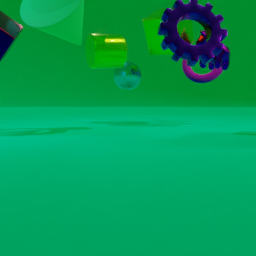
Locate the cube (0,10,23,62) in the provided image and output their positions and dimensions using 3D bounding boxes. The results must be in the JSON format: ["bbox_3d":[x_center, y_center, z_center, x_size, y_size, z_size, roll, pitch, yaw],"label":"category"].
[{"bbox_3d":[-2.667,-1.787,5.404,0.817,0.817,0.817,35,24,-25],"label":"cube"}]

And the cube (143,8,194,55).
[{"bbox_3d":[1.468,-3.445,9.937,1.283,1.283,1.283,8,39,33],"label":"cube"}]

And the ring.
[{"bbox_3d":[3.008,-2.609,11.193,1.694,1.694,0.339,2,-10,22],"label":"ring"}]

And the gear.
[{"bbox_3d":[1.978,-2.945,8.601,2.074,2.074,0.384,-1,-11,-8],"label":"gear"}]

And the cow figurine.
[{"bbox_3d":[2.974,-2.781,9.756,0.818,1.466,1.490,3,10,-29],"label":"cow figurine"}]

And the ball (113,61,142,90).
[{"bbox_3d":[-0.017,-1.952,10.475,1.064,1.064,1.064,0,5,0],"label":"ball"}]

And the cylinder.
[{"bbox_3d":[-0.588,-2.037,7.462,0.881,0.881,0.881,-7,7,-25],"label":"cylinder"}]

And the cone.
[{"bbox_3d":[-1.382,-2.359,6.396,1.469,1.469,1.475,1,-23,17],"label":"cone"}]
